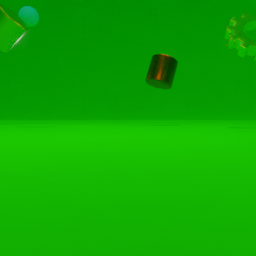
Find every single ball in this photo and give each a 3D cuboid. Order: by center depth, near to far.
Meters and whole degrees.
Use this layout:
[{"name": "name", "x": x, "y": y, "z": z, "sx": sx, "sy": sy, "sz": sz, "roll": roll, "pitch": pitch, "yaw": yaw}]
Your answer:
[{"name": "ball", "x": -3.960, "y": -4.442, "z": 11.171, "sx": 0.770, "sy": 0.770, "sz": 0.770, "roll": 0, "pitch": 2, "yaw": 0}]

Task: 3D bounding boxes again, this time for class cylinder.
[{"name": "cylinder", "x": -3.572, "y": -2.852, "z": 8.042, "sx": 0.958, "sy": 0.958, "sz": 0.958, "roll": -43, "pitch": -8, "yaw": 11}, {"name": "cylinder", "x": 1.327, "y": -2.203, "z": 11.049, "sx": 1.073, "sy": 1.073, "sz": 1.073, "roll": 15, "pitch": -7, "yaw": 2}]

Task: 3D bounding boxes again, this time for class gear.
[{"name": "gear", "x": 3.379, "y": -2.398, "z": 7.245, "sx": 1.623, "sy": 1.623, "sz": 0.300, "roll": 0, "pitch": -35, "yaw": 4}]
